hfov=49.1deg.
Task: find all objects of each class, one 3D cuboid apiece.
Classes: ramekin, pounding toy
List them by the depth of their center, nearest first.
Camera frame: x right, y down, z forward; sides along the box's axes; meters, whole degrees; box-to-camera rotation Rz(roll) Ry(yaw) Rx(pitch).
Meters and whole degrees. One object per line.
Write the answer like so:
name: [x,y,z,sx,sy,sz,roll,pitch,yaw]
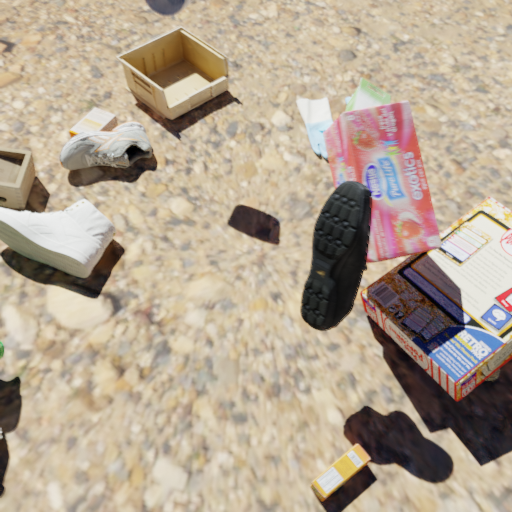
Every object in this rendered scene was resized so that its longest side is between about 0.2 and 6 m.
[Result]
ramekin: [-1.692,-5.317,11.020,1.058,1.058,0.555,17,37,13]
pounding toy: [-5.772,-1.749,12.478,1.428,1.015,1.315,7,53,-8]

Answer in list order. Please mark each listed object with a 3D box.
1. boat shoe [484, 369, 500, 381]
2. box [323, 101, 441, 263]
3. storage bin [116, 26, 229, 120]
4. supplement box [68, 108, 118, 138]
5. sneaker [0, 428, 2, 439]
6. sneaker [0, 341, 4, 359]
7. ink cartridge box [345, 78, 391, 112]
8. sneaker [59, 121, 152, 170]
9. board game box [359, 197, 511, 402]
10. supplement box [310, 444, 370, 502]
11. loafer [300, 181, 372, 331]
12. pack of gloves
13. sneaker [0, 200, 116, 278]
boat shoe: [3.979,1.333,10.222,0.683,0.615,1.892,-2,53,-2]
box: [2.043,-1.154,9.343,1.156,1.253,2.441,-12,89,-9]
storage bin: [-2.112,-4.759,14.627,2.088,0.979,2.073,-36,60,-25]
supplement box: [-3.978,-3.117,13.747,0.660,0.385,1.047,24,56,17]
sneaker: [-4.549,2.781,9.175,0.757,0.702,1.869,22,35,-26]
sneaker: [-5.577,1.765,9.819,2.562,1.071,0.949,2,93,18]
ink cartridge box: [2.381,-3.077,11.996,0.831,0.475,1.601,27,45,-9]
sneaker: [-3.436,-2.391,12.976,2.147,0.813,0.987,-24,61,-16]
board game box: [3.870,0.628,9.926,3.199,0.741,2.423,-35,49,-8]
supplement box: [1.320,3.415,8.827,0.987,0.328,0.340,-30,60,-20]
loafer: [1.308,0.012,8.586,0.852,2.428,0.824,-10,30,-42]
pack of gloves: [2.232,-3.346,13.880,2.009,0.472,2.391,-8,54,-5]
sneaker: [-4.180,-0.632,11.603,2.536,0.934,1.465,24,54,6]
